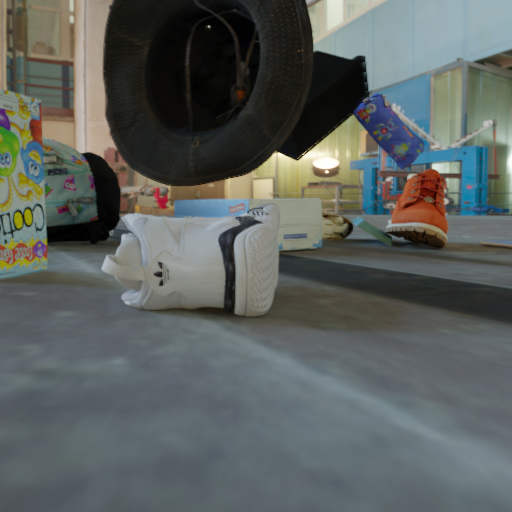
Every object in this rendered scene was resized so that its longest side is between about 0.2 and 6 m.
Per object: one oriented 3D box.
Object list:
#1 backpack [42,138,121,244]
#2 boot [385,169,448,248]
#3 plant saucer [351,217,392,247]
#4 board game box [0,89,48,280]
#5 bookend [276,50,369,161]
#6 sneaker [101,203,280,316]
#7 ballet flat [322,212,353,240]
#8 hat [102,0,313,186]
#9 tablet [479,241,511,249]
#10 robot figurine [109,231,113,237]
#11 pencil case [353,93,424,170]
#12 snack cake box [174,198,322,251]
[{"bbox_3d":[-4.925,-1.364,11.558,3.550,2.247,2.962,-4,7,-34],"label":"backpack"},{"bbox_3d":[3.173,-0.978,10.797,1.051,1.502,2.801,19,10,3],"label":"boot"},{"bbox_3d":[2.460,-0.564,11.936,0.792,0.215,2.265,31,8,3],"label":"plant saucer"},{"bbox_3d":[-3.124,-0.787,6.302,1.061,2.022,1.042,1,5,14],"label":"board game box"},{"bbox_3d":[0.711,-3.412,11.874,2.353,1.084,2.338,31,63,37],"label":"bookend"},{"bbox_3d":[-0.439,-0.047,4.775,1.248,0.816,2.171,3,9,4],"label":"sneaker"},{"bbox_3d":[1.524,-0.668,12.461,0.704,0.760,2.156,13,14,35],"label":"ballet flat"},{"bbox_3d":[-0.622,-2.980,9.137,4.004,4.004,1.615,3,8,30],"label":"hat"},{"bbox_3d":[5.024,-0.192,10.505,0.919,0.096,1.413,-2,6,-20],"label":"tablet"},{"bbox_3d":[-3.840,-0.612,14.024,0.505,0.380,0.315,0,-12,2],"label":"robot figurine"},{"bbox_3d":[2.564,-2.420,10.736,0.681,1.569,0.612,-37,10,37],"label":"pencil case"},{"bbox_3d":[-0.239,-0.618,10.572,1.585,0.926,2.756,-6,7,-33],"label":"snack cake box"}]
